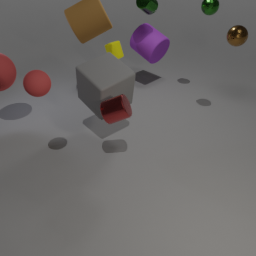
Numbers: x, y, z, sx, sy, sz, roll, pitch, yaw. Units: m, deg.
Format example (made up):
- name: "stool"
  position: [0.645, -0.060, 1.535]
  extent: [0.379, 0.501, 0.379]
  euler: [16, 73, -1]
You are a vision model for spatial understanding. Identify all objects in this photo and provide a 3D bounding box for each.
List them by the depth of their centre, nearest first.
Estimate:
- name: "ball"
  position: [-2.352, -1.156, 7.263]
  extent: [0.700, 0.700, 0.700]
  euler: [0, 32, 0]
- name: "cylinder"
  position: [-0.336, -0.534, 8.033]
  extent: [0.700, 0.700, 0.700]
  euler: [-19, 28, 18]
- name: "cube"
  position: [-0.759, -1.414, 9.389]
  extent: [1.400, 1.400, 1.400]
  euler: [-32, 60, -27]
- name: "ball"
  position: [3.745, -3.156, 9.599]
  extent: [0.700, 0.700, 0.700]
  euler: [0, 32, 0]
- name: "ball"
  position: [-4.766, -2.016, 10.078]
  extent: [1.400, 1.400, 1.400]
  euler: [0, 32, 0]
- name: "cylinder"
  position: [-1.520, -4.237, 10.892]
  extent: [1.400, 1.400, 1.400]
  euler: [-26, 33, 7]
- name: "ball"
  position: [3.271, -4.860, 11.149]
  extent: [0.700, 0.700, 0.700]
  euler: [0, 32, 0]
- name: "cylinder"
  position: [0.805, -5.221, 11.734]
  extent: [0.700, 0.700, 0.700]
  euler: [23, 10, 32]
- name: "cylinder"
  position: [-0.616, -3.465, 12.563]
  extent: [0.700, 0.700, 0.700]
  euler: [-15, 23, 7]
- name: "cylinder"
  position: [1.045, -4.063, 13.486]
  extent: [1.400, 1.400, 1.400]
  euler: [44, 49, 19]
